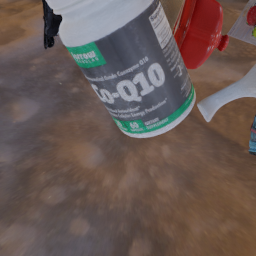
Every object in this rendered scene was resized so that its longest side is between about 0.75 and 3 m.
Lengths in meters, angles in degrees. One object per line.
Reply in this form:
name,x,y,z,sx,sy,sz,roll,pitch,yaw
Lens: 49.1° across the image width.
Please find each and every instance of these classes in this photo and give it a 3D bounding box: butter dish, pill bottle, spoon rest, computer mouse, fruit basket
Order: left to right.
computer mouse,-1.440,-2.573,5.613,0.503,1.535,2.186,-2,1,-18
pill bottle,-0.075,-1.378,4.724,1.662,2.940,1.662,-22,35,16
butter dish,1.713,-2.165,6.582,1.310,1.773,1.768,17,64,0
spoon rest,2.145,-0.664,4.570,2.029,1.008,0.615,-19,20,44
fruit basket,3.752,-2.962,7.492,0.820,1.620,1.749,22,17,-33

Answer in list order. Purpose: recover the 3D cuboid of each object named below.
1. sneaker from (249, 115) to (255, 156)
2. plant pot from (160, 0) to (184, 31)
sneaker,2.237,-0.022,3.412,0.627,0.755,1.581,12,-14,-42
plant pot,0.647,-3.801,7.782,2.315,2.472,2.315,-7,64,14
